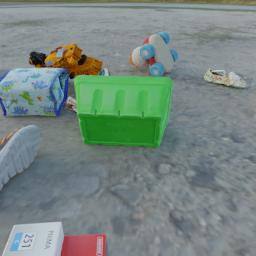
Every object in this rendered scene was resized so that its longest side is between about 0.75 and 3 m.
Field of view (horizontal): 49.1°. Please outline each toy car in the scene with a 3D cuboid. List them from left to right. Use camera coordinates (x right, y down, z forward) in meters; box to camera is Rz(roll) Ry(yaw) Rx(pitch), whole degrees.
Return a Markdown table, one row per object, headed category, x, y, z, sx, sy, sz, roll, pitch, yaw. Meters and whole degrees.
| category | x | y | z | sx | sy | sz | roll | pitch | yaw |
| --- | --- | --- | --- | --- | --- | --- | --- | --- | --- |
| toy car | 0.954 | -3.281 | 13.316 | 2.055 | 1.817 | 1.894 | -11 | 27 | 44 |

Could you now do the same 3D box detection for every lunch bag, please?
| category | x | y | z | sx | sy | sz | roll | pitch | yaw |
| --- | --- | --- | --- | --- | --- | --- | --- | --- | --- |
| lunch bag | -3.156 | -1.419 | 9.681 | 1.915 | 1.435 | 2.253 | 0 | 39 | 0 |

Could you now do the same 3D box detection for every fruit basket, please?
| category | x | y | z | sx | sy | sz | roll | pitch | yaw |
| --- | --- | --- | --- | --- | --- | --- | --- | --- | --- |
| fruit basket | -0.100 | -0.773 | 8.227 | 2.880 | 2.077 | 2.880 | -1 | 47 | 1 |

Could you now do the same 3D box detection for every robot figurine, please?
| category | x | y | z | sx | sy | sz | roll | pitch | yaw |
| --- | --- | --- | --- | --- | --- | --- | --- | --- | --- |
| robot figurine | -2.533 | -2.368 | 10.850 | 2.930 | 0.853 | 2.124 | -5 | -20 | 39 |

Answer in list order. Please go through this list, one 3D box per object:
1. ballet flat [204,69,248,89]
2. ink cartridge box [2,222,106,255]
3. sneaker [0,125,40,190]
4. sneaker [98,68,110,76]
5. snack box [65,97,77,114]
| category | x | y | z | sx | sy | sz | roll | pitch | yaw |
| --- | --- | --- | --- | --- | --- | --- | --- | --- | --- |
| ballet flat | 4.099 | -2.106 | 11.774 | 1.838 | 0.587 | 0.695 | 17 | 32 | 27 |
| ink cartridge box | -1.146 | 2.225 | 4.192 | 1.587 | 0.403 | 1.802 | -2 | 29 | -2 |
| sneaker | -3.255 | 0.646 | 6.357 | 1.524 | 1.055 | 2.720 | 10 | 30 | 14 |
| sneaker | -1.096 | -1.479 | 10.323 | 1.038 | 1.010 | 2.607 | -8 | 29 | 4 |
| snack box | -1.440 | -0.582 | 8.875 | 1.102 | 0.396 | 0.134 | 26 | 28 | 5 |
